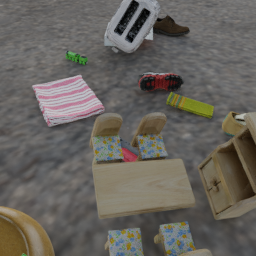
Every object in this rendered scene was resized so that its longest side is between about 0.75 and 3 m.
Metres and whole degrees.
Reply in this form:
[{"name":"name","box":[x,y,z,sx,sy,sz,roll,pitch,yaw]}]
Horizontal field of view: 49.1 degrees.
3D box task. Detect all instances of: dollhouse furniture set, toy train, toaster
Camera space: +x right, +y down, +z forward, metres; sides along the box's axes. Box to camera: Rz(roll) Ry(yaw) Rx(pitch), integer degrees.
[{"name":"dollhouse furniture set","box":[0.865,0.771,4.409,2.714,1.803,2.378,-2,58,-17]},{"name":"toy train","box":[-1.881,-2.566,10.178,1.052,0.297,0.219,25,45,26]},{"name":"toaster","box":[0.231,-3.821,9.902,1.415,2.490,1.609,33,25,-11]}]

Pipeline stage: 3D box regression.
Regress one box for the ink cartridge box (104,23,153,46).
[{"name":"ink cartridge box","box":[0.050,-3.874,11.710,1.940,0.458,1.553,6,39,0]}]

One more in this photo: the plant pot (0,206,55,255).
[{"name":"plant pot","box":[-2.583,2.320,4.181,2.904,0.399,2.904,0,40,0]}]

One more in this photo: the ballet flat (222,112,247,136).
[{"name":"ballet flat","box":[3.335,0.023,6.780,1.978,0.624,0.679,10,41,12]}]

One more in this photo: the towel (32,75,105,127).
[{"name":"towel","box":[-1.786,-0.911,8.149,1.605,0.328,2.193,-17,42,-20]}]

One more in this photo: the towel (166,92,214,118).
[{"name":"towel","box":[1.749,-0.661,7.847,1.295,0.117,0.557,19,46,8]}]

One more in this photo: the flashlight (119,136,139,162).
[{"name":"flashlight","box":[0.112,0.766,5.927,1.905,0.647,0.645,30,4,36]}]

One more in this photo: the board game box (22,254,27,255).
[{"name":"board game box","box":[-1.316,2.975,3.042,1.698,0.367,2.523,29,45,9]}]

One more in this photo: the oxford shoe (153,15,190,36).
[{"name":"oxford shoe","box":[1.801,-4.438,12.098,1.814,0.766,0.659,16,40,16]}]

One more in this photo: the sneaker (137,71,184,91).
[{"name":"sneaker","box":[0.960,-1.468,8.642,1.513,0.535,0.739,-5,27,-19]}]
